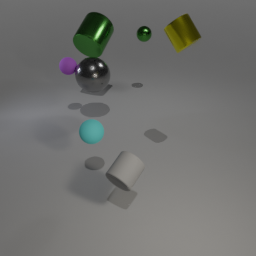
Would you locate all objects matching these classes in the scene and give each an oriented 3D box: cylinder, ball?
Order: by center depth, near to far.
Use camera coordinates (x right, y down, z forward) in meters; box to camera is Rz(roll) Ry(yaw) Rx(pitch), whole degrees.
[{"bbox_3d":[-0.062,1.028,6.689,0.700,0.700,0.700,20,60,31],"label":"cylinder"},{"bbox_3d":[1.365,-2.360,7.013,0.700,0.700,0.700,-31,4,3],"label":"cylinder"},{"bbox_3d":[-1.021,0.104,7.851,0.700,0.700,0.700,0,30,0],"label":"ball"},{"bbox_3d":[-1.400,-2.116,11.167,1.400,1.400,1.400,0,30,0],"label":"ball"},{"bbox_3d":[-2.393,-2.477,11.203,0.700,0.700,0.700,0,30,0],"label":"ball"},{"bbox_3d":[-1.515,-4.091,12.361,1.400,1.400,1.400,13,65,21],"label":"cylinder"},{"bbox_3d":[0.739,-4.312,12.847,0.700,0.700,0.700,0,30,0],"label":"ball"}]
